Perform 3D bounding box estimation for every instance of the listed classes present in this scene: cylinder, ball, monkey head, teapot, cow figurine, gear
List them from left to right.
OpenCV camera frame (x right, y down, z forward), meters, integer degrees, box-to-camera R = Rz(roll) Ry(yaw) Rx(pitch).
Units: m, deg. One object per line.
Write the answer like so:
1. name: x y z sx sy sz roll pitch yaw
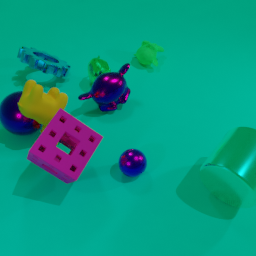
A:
1. ball: -2.992 -0.414 7.967 1.274 1.274 1.274 0 44 0
2. cow figurine: -2.223 -0.305 7.432 1.630 1.604 0.895 15 14 -48
3. gear: -2.967 -2.368 9.984 1.799 0.333 1.799 23 19 -8
4. teapot: -0.965 -1.986 9.620 0.729 0.926 1.489 -12 58 -23
5. monkey head: -0.665 -1.268 8.875 1.902 1.146 1.368 -36 38 -7
6. ball: 0.119 0.872 7.027 0.721 0.721 0.721 0 44 0
7. monkey head: 0.865 -2.874 10.898 1.039 0.870 1.444 2 26 -39
8. cylinder: 2.565 0.884 6.432 1.347 1.347 1.347 31 60 28

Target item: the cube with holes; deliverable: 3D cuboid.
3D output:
1. cube with holes: -1.478 0.467 6.460 1.141 1.141 1.141 35 66 -10
